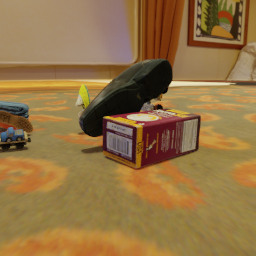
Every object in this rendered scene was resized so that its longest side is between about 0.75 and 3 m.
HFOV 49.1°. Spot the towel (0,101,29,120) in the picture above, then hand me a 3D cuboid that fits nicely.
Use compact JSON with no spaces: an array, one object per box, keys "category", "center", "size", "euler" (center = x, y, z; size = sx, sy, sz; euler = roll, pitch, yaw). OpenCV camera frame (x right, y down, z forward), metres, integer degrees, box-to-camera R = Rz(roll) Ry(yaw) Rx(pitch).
[{"category":"towel","center":[-3.719,-0.491,8.601],"size":[1.303,0.566,2.333],"euler":[6,6,-19]}]

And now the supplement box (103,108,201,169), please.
[{"category":"supplement box","center":[0.529,0.130,5.811],"size":[1.887,0.808,1.041],"euler":[-10,18,-40]}]

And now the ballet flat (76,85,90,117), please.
[{"category":"ballet flat","center":[-1.170,-0.534,7.550],"size":[0.419,1.251,0.418],"euler":[-18,9,-20]}]

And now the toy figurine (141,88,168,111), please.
[{"category":"toy figurine","center":[0.805,-1.182,8.993],"size":[0.910,1.288,1.308],"euler":[6,-28,9]}]

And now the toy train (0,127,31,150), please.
[{"category":"toy train","center":[-3.126,0.249,5.852],"size":[2.095,0.480,0.357],"euler":[-4,32,-27]}]

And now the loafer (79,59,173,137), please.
[{"category":"loafer","center":[-0.128,-0.756,6.621],"size":[2.707,0.985,0.978],"euler":[-37,37,-26]}]

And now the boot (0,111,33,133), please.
[{"category":"boot","center":[-3.038,-0.110,7.408],"size":[1.007,0.378,0.540],"euler":[28,-33,-31]}]
